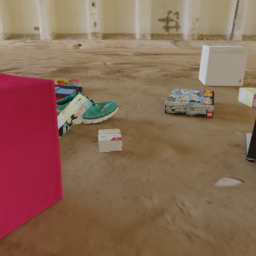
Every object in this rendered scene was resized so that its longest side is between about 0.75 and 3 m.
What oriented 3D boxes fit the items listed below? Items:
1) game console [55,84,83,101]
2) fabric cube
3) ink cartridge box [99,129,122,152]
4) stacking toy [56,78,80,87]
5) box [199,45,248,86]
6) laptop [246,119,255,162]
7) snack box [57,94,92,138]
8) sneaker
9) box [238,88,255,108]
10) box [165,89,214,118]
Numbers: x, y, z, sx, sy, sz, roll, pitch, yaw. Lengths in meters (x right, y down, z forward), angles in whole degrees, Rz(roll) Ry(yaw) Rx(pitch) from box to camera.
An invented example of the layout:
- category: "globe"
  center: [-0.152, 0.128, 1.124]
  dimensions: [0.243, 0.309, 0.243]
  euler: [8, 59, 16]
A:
- category: "game console"
  center: [-3.483, -1.726, 13.437]
  dimensions: [2.207, 0.387, 2.496]
  euler: [1, 20, 3]
- category: "fabric cube"
  center: [-2.792, 0.385, 4.536]
  dimensions: [2.382, 2.336, 2.374]
  euler: [11, 22, 30]
- category: "ink cartridge box"
  center: [-0.496, 0.328, 7.661]
  dimensions: [0.610, 0.350, 0.840]
  euler: [-2, 20, -6]
- category: "stacking toy"
  center: [-3.263, -2.299, 15.296]
  dimensions: [1.240, 0.524, 1.122]
  euler: [0, -7, -8]
- category: "box"
  center: [5.387, -3.612, 16.060]
  dimensions: [2.158, 2.169, 1.858]
  euler: [2, 21, 3]
- category: "laptop"
  center: [4.255, 0.079, 6.400]
  dimensions: [2.706, 1.675, 2.890]
  euler: [8, 21, 20]
- category: "snack box"
  center: [-1.777, -0.405, 8.600]
  dimensions: [1.406, 0.261, 0.817]
  euler: [-47, 32, -5]
- category: "sneaker"
  center: [-1.584, -0.703, 9.532]
  dimensions: [2.650, 1.056, 1.027]
  euler: [-7, 21, -21]
- category: "box"
  center: [5.513, -1.310, 11.927]
  dimensions: [1.085, 0.596, 1.233]
  euler: [-2, 20, -5]
- category: "box"
  center: [2.564, -1.067, 11.340]
  dimensions: [1.780, 0.518, 2.600]
  euler: [6, 20, 16]
